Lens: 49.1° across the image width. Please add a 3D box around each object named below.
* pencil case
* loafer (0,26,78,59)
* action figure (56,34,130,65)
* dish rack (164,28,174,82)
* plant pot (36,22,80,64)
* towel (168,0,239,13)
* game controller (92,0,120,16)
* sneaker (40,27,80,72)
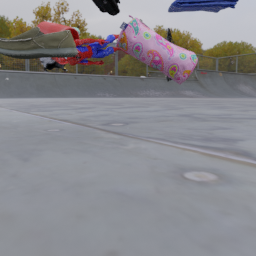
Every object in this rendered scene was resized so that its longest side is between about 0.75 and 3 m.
[{"bbox_3d":[0.719,-1.955,7.063,2.077,0.908,0.908,30,6,-5],"label":"pencil case"},{"bbox_3d":[-1.754,-1.620,5.332,1.561,0.544,0.587,-2,7,-8],"label":"loafer"},{"bbox_3d":[-0.844,-2.045,7.357,2.264,0.741,0.585,-22,54,-32],"label":"action figure"},{"bbox_3d":[1.690,-3.027,11.472,0.517,1.454,1.895,-7,-35,19],"label":"dish rack"},{"bbox_3d":[-2.312,-2.757,8.853,1.069,1.208,1.208,28,17,18],"label":"plant pot"},{"bbox_3d":[2.468,-4.199,9.788,2.013,0.332,2.781,0,18,4],"label":"towel"},{"bbox_3d":[-0.934,-3.388,5.600,0.548,1.357,2.601,-23,-23,15],"label":"game controller"},{"bbox_3d":[-2.335,-2.653,10.038,1.847,1.292,0.718,-28,-15,22],"label":"sneaker"}]
